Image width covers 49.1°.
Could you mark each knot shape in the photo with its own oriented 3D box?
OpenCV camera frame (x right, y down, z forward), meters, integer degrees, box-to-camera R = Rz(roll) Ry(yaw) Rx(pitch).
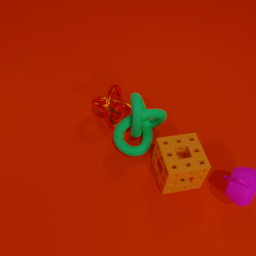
[{"bbox_3d":[0.286,-0.183,6.888,0.708,1.433,1.531,24,52,36],"label":"knot shape"},{"bbox_3d":[-0.448,-0.597,7.572,1.202,0.593,1.284,6,60,-41],"label":"knot shape"}]

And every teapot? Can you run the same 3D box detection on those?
[{"bbox_3d":[2.336,1.194,5.904,0.654,1.336,0.831,23,80,21],"label":"teapot"}]

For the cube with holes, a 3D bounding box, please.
[{"bbox_3d":[1.167,0.817,6.433,0.940,0.940,0.940,-7,52,-10],"label":"cube with holes"}]
